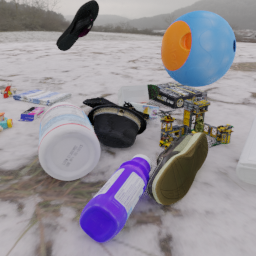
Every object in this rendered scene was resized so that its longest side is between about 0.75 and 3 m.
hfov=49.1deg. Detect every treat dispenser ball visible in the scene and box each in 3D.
[{"bbox_3d":[2.235,-2.510,9.041,2.361,2.361,2.361,0,22,0],"label":"treat dispenser ball"}]

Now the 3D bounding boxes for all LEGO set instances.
[{"bbox_3d":[2.291,-0.240,9.553,2.622,1.519,2.016,-10,24,-24],"label":"LEGO set"}]

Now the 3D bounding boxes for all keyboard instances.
[{"bbox_3d":[-0.142,-0.578,9.957,1.769,0.287,2.785,4,-10,35],"label":"keyboard"}]

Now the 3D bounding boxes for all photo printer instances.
[{"bbox_3d":[4.330,0.420,7.437,2.220,0.927,2.669,6,45,34],"label":"photo printer"}]

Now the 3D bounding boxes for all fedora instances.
[{"bbox_3d":[-0.412,0.087,9.234,2.026,2.026,0.925,4,59,9],"label":"fedora"}]

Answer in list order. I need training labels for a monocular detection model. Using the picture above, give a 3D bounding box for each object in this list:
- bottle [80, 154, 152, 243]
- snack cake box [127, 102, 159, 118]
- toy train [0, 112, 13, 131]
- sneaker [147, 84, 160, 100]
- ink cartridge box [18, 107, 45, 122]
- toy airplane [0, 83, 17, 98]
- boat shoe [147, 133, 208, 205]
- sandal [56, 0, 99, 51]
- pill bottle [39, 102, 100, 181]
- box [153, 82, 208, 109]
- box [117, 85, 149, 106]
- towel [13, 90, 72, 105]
[{"bbox_3d":[-0.098,1.373,6.237,0.807,1.033,2.472,40,30,4],"label":"bottle"},{"bbox_3d":[0.579,-0.752,11.649,0.844,0.493,1.467,12,7,32],"label":"snack cake box"},{"bbox_3d":[-5.456,-0.151,10.563,1.636,0.606,2.178,9,24,20],"label":"toy train"},{"bbox_3d":[0.652,-1.731,13.913,1.903,0.742,0.811,-12,13,7],"label":"sneaker"},{"bbox_3d":[-4.193,-0.613,12.221,0.642,0.251,1.356,4,25,9],"label":"ink cartridge box"},{"bbox_3d":[-6.432,-1.997,15.122,0.849,0.602,0.853,-40,49,-10],"label":"toy airplane"},{"bbox_3d":[1.235,0.985,7.382,0.952,1.035,2.897,-4,22,40],"label":"boat shoe"},{"bbox_3d":[-2.048,-4.275,12.131,1.004,2.671,0.639,0,51,-57],"label":"sandal"},{"bbox_3d":[-1.846,0.190,8.410,1.585,1.585,2.914,-6,22,-14],"label":"pill bottle"},{"bbox_3d":[2.410,-1.767,14.495,2.106,0.642,2.613,-14,26,-28],"label":"box"},{"bbox_3d":[0.210,-1.400,12.759,1.223,0.799,1.216,-5,-6,-11],"label":"box"},{"bbox_3d":[-4.481,-1.684,14.745,2.565,0.305,1.884,10,24,24],"label":"towel"}]
